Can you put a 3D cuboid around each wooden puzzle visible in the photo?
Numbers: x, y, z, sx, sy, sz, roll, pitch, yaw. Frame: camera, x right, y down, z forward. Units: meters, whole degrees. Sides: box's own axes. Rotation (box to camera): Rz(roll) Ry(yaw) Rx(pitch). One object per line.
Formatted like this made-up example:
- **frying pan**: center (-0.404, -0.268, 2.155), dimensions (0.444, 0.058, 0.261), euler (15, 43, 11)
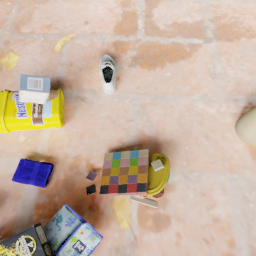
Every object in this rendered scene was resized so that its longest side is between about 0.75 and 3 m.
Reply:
- **wooden puzzle**: center (-0.135, 1.616, 10.178), dimensions (2.915, 0.205, 1.729), euler (-6, 52, 16)

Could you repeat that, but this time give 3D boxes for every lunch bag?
- **lunch bag**: center (-1.842, 3.507, 8.908), dimensions (1.670, 1.064, 1.420), euler (39, 69, 11)

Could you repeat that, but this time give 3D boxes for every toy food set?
- **toy food set**: center (0.909, 1.945, 10.135), dimensions (1.232, 0.684, 2.095), euler (1, 53, 29)

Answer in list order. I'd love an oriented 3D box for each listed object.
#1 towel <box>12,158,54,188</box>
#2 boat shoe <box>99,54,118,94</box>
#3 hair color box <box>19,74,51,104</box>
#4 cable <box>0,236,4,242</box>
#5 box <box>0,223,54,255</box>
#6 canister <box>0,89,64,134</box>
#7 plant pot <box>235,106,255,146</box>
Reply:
- **towel**: center (-3.541, 1.640, 10.436), dimensions (1.336, 0.331, 0.986), euler (9, 58, 6)
- **boat shoe**: center (-0.860, -2.661, 12.831), dimensions (0.854, 0.775, 2.322), euler (-9, 59, -5)
- **hair color box**: center (-3.278, -1.305, 9.759), dimensions (0.946, 1.912, 0.580), euler (4, 82, -21)
- **cable**: center (-5.073, 4.436, 8.756), dimensions (2.806, 0.706, 1.363), euler (-17, 76, 4)
- **box**: center (-2.985, 4.303, 7.998), dimensions (1.986, 0.605, 2.464), euler (-27, 79, 2)
- **canister**: center (-3.938, -0.750, 11.508), dimensions (2.455, 1.062, 1.823), euler (-4, 58, -4)
- **plant pot**: center (5.134, -0.268, 10.937), dimensions (1.401, 1.496, 1.401), euler (0, 58, -1)
